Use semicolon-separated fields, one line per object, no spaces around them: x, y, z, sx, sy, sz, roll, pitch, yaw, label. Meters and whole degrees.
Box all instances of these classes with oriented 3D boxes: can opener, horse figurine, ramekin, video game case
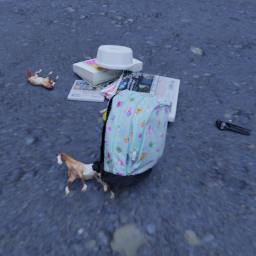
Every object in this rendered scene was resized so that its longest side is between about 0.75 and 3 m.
4.120;-0.077;10.908;1.376;0.436;0.541;18;43;20;can opener
-1.156;1.479;8.717;2.200;0.549;1.458;10;32;-26;horse figurine
-0.596;-3.238;12.717;1.777;0.828;1.777;4;24;-2;ramekin
0.781;-1.477;12.011;2.674;0.344;2.942;12;41;6;video game case
-1.812;-1.727;13.026;1.620;0.186;1.476;4;41;5;video game case
-4.209;-2.379;13.567;1.733;0.433;1.149;15;48;6;horse figurine

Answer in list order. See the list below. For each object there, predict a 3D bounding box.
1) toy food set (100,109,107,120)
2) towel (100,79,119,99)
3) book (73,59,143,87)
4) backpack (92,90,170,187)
-0.683;-0.412;11.340;0.584;0.324;0.992;-29;47;-5;toy food set
0.322;-1.550;12.523;2.628;0.393;1.923;29;47;23;towel
-1.009;-3.108;14.137;2.936;0.705;1.961;-23;42;-31;book
0.199;0.229;8.393;1.698;2.683;2.239;15;18;22;backpack
